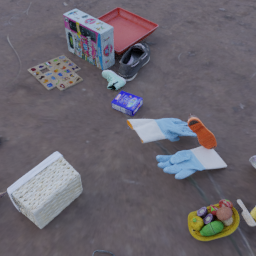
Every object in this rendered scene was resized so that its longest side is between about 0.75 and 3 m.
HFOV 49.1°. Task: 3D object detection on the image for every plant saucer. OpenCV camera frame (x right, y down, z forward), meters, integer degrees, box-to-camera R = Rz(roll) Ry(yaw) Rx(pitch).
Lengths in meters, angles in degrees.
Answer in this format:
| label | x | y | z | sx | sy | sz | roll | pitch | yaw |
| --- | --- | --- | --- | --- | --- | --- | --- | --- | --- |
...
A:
| label | x | y | z | sx | sy | sz | roll | pitch | yaw |
| --- | --- | --- | --- | --- | --- | --- | --- | --- | --- |
| plant saucer | -0.460 | -4.856 | 14.121 | 2.914 | 0.536 | 2.920 | 35 | 60 | 27 |

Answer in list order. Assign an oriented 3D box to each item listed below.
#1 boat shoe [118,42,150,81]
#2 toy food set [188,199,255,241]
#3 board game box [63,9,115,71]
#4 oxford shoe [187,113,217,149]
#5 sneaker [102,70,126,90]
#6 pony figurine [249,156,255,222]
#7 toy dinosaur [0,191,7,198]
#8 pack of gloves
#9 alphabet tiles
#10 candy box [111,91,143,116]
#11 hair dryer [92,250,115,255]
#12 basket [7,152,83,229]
| label | x | y | z | sx | sy | sz | roll | pitch | yaw |
| --- | --- | --- | --- | --- | --- | --- | --- | --- | --- |
| boat shoe | 0.365 | -3.257 | 12.724 | 0.989 | 0.843 | 2.957 | 15 | 49 | 14 |
| toy food set | 2.293 | 2.272 | 7.297 | 1.661 | 0.543 | 0.978 | -24 | 32 | 15 |
| board game box | -1.757 | -4.026 | 12.752 | 2.526 | 1.864 | 0.812 | 34 | 55 | 27 |
| oxford shoe | 2.412 | 0.098 | 9.035 | 0.517 | 1.449 | 0.528 | -29 | 26 | 22 |
| sneaker | -0.774 | -2.013 | 11.827 | 1.216 | 0.447 | 0.717 | 29 | 52 | 24 |
| pony figurine | 4.142 | 1.533 | 7.497 | 2.077 | 2.408 | 2.494 | 25 | 71 | 26 |
| toy dinosaur | -4.466 | 2.223 | 7.629 | 2.168 | 0.930 | 1.469 | 2 | 55 | -18 |
| pack of gloves | 1.496 | 0.654 | 8.906 | 2.777 | 0.548 | 2.333 | -4 | 48 | -39 |
| alphabet tiles | -3.092 | -2.444 | 12.496 | 1.896 | 0.086 | 2.269 | -32 | 55 | -27 |
| candy box | -0.036 | -0.966 | 10.906 | 0.961 | 0.370 | 0.813 | 24 | 53 | 19 |
| hair dryer | -0.304 | 3.743 | 6.390 | 1.941 | 0.527 | 1.478 | 25 | 51 | 21 |
| basket | -2.214 | 1.738 | 7.830 | 1.072 | 1.178 | 1.737 | 33 | 55 | 24 |
